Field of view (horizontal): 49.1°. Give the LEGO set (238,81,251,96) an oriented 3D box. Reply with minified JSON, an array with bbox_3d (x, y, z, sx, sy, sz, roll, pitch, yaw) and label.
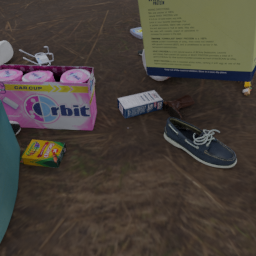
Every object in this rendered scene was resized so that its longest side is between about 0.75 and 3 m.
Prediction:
[{"bbox_3d":[4.307,-1.662,10.333,0.611,0.494,1.327,-33,45,14],"label":"LEGO set"}]

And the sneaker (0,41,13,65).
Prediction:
[{"bbox_3d":[-5.786,-2.531,10.971,1.267,1.077,2.863,-1,33,18],"label":"sneaker"}]

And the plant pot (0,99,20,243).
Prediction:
[{"bbox_3d":[-3.474,1.075,5.951,1.939,1.940,2.744,-11,47,-12],"label":"plant pot"}]

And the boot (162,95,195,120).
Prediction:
[{"bbox_3d":[1.818,-0.705,9.183,1.135,0.365,1.058,-15,42,-23],"label":"boot"}]

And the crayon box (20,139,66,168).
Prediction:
[{"bbox_3d":[-2.344,0.680,7.588,1.150,0.292,0.730,4,41,6],"label":"crayon box"}]

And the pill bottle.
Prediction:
[{"bbox_3d":[1.962,-2.930,10.912,2.667,1.450,1.450,-29,48,-30],"label":"pill bottle"}]

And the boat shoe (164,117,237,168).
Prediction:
[{"bbox_3d":[1.967,0.335,7.692,2.169,0.671,0.812,32,50,32],"label":"boat shoe"}]

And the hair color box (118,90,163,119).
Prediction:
[{"bbox_3d":[0.398,-0.791,9.209,1.349,0.408,0.675,-15,43,-17],"label":"hair color box"}]

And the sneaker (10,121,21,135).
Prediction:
[{"bbox_3d":[-3.984,0.112,8.060,1.671,0.628,0.677,-19,36,-22],"label":"sneaker"}]

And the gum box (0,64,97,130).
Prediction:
[{"bbox_3d":[-2.485,-0.906,8.371,2.937,1.667,0.971,2,41,2],"label":"gum box"}]

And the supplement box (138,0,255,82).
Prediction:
[{"bbox_3d":[2.054,-3.095,7.562,2.978,2.975,1.999,9,37,29],"label":"supplement box"}]

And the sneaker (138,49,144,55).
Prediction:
[{"bbox_3d":[0.883,-3.467,12.339,0.976,0.413,0.363,-12,41,-13],"label":"sneaker"}]

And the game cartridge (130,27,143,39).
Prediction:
[{"bbox_3d":[0.591,-4.767,14.036,0.712,0.216,1.069,-25,46,-21],"label":"game cartridge"}]

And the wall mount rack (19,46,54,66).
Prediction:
[{"bbox_3d":[-3.811,-3.006,11.725,1.200,0.515,1.381,-18,43,-20],"label":"wall mount rack"}]
